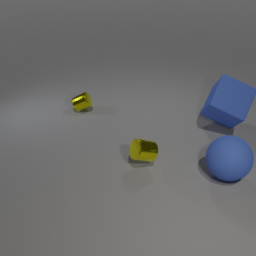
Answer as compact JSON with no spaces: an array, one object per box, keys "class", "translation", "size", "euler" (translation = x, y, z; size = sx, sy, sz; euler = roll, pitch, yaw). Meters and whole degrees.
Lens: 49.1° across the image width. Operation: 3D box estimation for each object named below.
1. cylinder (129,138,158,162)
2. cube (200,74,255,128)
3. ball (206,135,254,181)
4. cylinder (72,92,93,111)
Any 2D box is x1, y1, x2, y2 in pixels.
[{"class":"cylinder","translation":[0.516,0.733,9.195],"size":[0.700,0.700,0.700],"euler":[11,23,-30]},{"class":"cube","translation":[3.925,-1.009,11.059],"size":[1.400,1.400,1.400],"euler":[26,79,5]},{"class":"ball","translation":[3.121,0.925,8.641],"size":[1.400,1.400,1.400],"euler":[0,31,0]},{"class":"cylinder","translation":[-2.085,-1.202,12.787],"size":[0.700,0.700,0.700],"euler":[-22,26,18]}]
